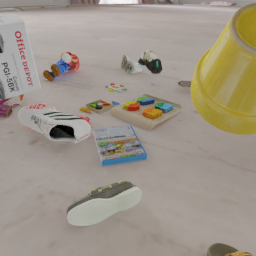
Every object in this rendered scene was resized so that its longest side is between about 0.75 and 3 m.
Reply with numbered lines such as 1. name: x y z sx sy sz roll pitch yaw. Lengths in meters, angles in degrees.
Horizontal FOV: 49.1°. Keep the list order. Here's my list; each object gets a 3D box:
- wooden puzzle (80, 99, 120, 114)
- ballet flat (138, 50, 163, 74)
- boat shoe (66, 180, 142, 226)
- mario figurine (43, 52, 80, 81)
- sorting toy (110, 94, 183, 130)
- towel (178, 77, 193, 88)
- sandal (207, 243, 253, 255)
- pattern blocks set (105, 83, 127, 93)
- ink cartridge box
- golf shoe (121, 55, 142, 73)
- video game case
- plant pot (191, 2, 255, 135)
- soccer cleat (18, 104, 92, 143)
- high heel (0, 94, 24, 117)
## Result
1. wooden puzzle: -1.056 -0.844 10.556 0.926 0.160 1.372 24 37 35
2. ballet flat: 0.876 -2.638 10.832 0.647 0.650 1.902 -12 29 -14
3. boat shoe: -0.527 1.540 5.912 1.710 0.611 0.511 -11 31 -31
4. mario figurine: -3.281 -3.182 13.648 1.423 1.222 2.305 10 33 16
5. sorting toy: 0.686 -0.719 10.111 1.895 0.373 2.047 22 37 34
6. towel: 3.345 -1.864 11.937 2.205 0.380 1.461 10 18 21
7. sandal: 2.019 2.347 4.672 0.564 0.379 1.405 -26 38 -37
8. pattern blocks set: -0.536 -1.767 12.270 0.981 0.080 0.862 17 34 27
9. ink cartridge box: -3.892 -1.694 7.334 2.686 1.971 1.113 -22 38 -24
10. golf shoe: 0.161 -3.232 14.500 0.834 0.672 1.715 7 31 -23
11. video game case: -0.292 0.455 8.259 1.256 0.156 1.755 -6 30 -13
12. plant pot: 2.604 -1.301 5.920 2.240 2.107 2.240 -1 62 1
13. soccer cleat: -2.387 -0.114 8.571 2.595 0.890 1.105 14 28 14
14. high heel: -4.576 -1.108 10.450 0.941 0.660 1.957 11 33 -3
